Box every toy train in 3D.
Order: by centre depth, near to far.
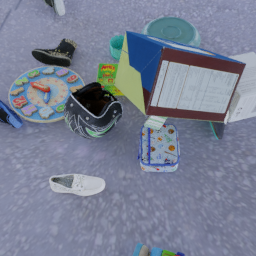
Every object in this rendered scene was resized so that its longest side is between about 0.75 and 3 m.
[{"bbox_3d":[0.503,4.187,6.912,1.413,1.033,2.441,12,57,20],"label":"toy train"}]

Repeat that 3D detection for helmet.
[{"bbox_3d":[-1.248,-0.501,9.440,1.774,1.861,1.861,-34,62,-20],"label":"helmet"}]

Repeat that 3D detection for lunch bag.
[{"bbox_3d":[1.003,0.670,9.416,1.386,0.653,1.729,1,55,3],"label":"lunch bag"}]

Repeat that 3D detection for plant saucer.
[{"bbox_3d":[1.971,-4.303,12.896,2.790,0.382,2.790,0,57,1],"label":"plant saucer"}]

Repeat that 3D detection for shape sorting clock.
[{"bbox_3d":[-3.106,-1.416,10.839,2.923,0.574,2.923,0,57,0],"label":"shape sorting clock"}]

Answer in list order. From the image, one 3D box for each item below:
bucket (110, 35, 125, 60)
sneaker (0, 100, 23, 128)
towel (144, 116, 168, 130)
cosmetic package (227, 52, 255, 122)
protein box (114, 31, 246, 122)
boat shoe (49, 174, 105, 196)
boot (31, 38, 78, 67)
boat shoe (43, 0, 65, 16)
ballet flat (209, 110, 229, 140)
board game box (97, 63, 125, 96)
[{"bbox_3d":[-0.308,-3.466,12.154,1.025,0.667,1.025,-1,56,1],"label":"bucket"},{"bbox_3d":[-4.739,-0.519,10.247,2.028,0.711,0.790,39,86,17],"label":"sneaker"},{"bbox_3d":[0.940,-0.275,9.067,0.598,0.784,0.092,16,37,-21],"label":"towel"},{"bbox_3d":[4.161,-1.500,10.309,1.537,1.536,1.864,-13,57,-8],"label":"cosmetic package"},{"bbox_3d":[1.437,-1.646,8.740,2.770,1.869,2.750,4,24,-25],"label":"protein box"},{"bbox_3d":[-1.594,1.725,8.722,1.733,0.601,0.614,-1,56,-1],"label":"boat shoe"},{"bbox_3d":[-3.126,-3.346,12.118,1.724,0.622,1.302,13,55,2],"label":"boot"},{"bbox_3d":[-3.819,-6.514,14.014,0.991,1.008,2.795,-16,56,-6],"label":"boat shoe"},{"bbox_3d":[3.133,-0.729,10.158,0.879,0.879,2.407,-10,55,-6],"label":"ballet flat"},{"bbox_3d":[0.000,-1.929,11.178,2.422,0.577,1.230,2,56,1],"label":"board game box"}]
